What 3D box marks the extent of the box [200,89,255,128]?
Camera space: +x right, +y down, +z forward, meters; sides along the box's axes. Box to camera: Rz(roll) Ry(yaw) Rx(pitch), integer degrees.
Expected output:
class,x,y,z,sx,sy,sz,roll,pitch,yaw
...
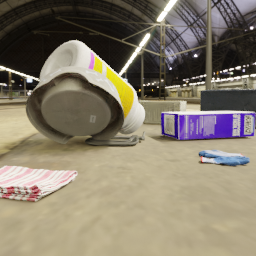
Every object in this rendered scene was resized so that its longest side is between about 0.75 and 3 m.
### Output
class,x,y,z,sx,sy,sz,roll,pitch,yaw
box,4.395,-0.840,11.497,2.502,1.494,2.545,2,8,23

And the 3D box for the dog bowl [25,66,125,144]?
class,x,y,z,sx,sy,sz,roll,pitch,yaw
dog bowl,-1.118,-0.452,6.206,2.092,2.092,0.613,0,50,0

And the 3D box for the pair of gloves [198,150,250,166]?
class,x,y,z,sx,sy,sz,roll,pitch,yaw
pair of gloves,1.696,0.513,5.035,0.818,0.116,1.018,2,7,12

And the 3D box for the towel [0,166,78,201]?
class,x,y,z,sx,sy,sz,roll,pitch,yaw
towel,-1.369,0.635,3.510,1.223,0.183,0.895,2,5,17

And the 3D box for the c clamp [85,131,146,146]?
class,x,y,z,sx,sy,sz,roll,pitch,yaw
c clamp,-0.289,0.291,6.984,1.485,0.201,1.268,1,12,2

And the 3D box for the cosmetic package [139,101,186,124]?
class,x,y,z,sx,sy,sz,roll,pitch,yaw
cosmetic package,1.511,-0.694,12.320,1.986,1.045,0.706,5,8,32

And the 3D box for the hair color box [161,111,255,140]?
class,x,y,z,sx,sy,sz,roll,pitch,yaw
hair color box,2.253,-0.111,8.043,2.328,0.754,1.272,-3,6,-14

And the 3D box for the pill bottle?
class,x,y,z,sx,sy,sz,roll,pitch,yaw
pill bottle,-0.749,-0.842,7.351,1.503,1.503,2.884,5,-20,41
